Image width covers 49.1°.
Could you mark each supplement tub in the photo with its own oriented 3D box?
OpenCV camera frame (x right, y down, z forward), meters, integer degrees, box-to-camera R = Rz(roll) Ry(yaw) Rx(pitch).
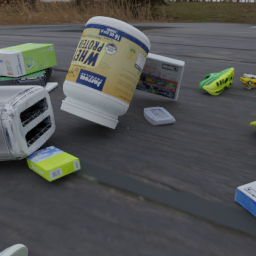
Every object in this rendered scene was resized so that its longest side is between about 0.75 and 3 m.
[{"bbox_3d":[-0.679,-1.504,8.017,1.954,2.706,1.954,20,0,0],"label":"supplement tub"}]

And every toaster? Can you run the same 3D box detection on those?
[{"bbox_3d":[-2.991,-0.144,6.739,1.784,1.569,2.761,-3,20,11],"label":"toaster"}]

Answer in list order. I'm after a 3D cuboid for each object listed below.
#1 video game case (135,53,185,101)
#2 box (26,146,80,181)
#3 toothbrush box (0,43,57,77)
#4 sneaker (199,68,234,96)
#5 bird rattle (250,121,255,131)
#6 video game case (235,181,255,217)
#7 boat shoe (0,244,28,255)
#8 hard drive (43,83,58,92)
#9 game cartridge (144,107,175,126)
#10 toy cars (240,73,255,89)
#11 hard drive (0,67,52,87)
[{"bbox_3d":[0.872,-1.895,10.073,2.098,1.911,0.241,17,60,11],"label":"video game case"},{"bbox_3d":[-1.740,0.775,6.353,0.769,0.300,1.261,-20,22,-36],"label":"box"},{"bbox_3d":[-4.671,-3.078,12.467,1.734,1.025,2.382,11,27,28],"label":"toothbrush box"},{"bbox_3d":[3.841,-2.105,12.008,1.005,0.890,2.404,23,33,33],"label":"sneaker"},{"bbox_3d":[4.422,0.243,7.181,2.467,1.390,2.011,27,46,22],"label":"bird rattle"},{"bbox_3d":[3.001,1.437,5.049,1.369,0.343,1.510,-11,27,-23],"label":"video game case"},{"bbox_3d":[-1.992,2.032,3.541,0.557,0.546,1.564,16,32,22],"label":"boat shoe"},{"bbox_3d":[-3.568,-1.753,12.100,0.712,0.142,1.079,1,25,9],"label":"hard drive"},{"bbox_3d":[0.964,-0.394,9.153,0.770,0.236,1.157,-3,25,-15],"label":"game cartridge"},{"bbox_3d":[5.498,-2.072,12.534,0.860,0.425,1.917,26,30,21],"label":"toy cars"},{"bbox_3d":[-4.617,-2.328,12.712,2.023,0.548,2.896,-7,24,-7],"label":"hard drive"}]
